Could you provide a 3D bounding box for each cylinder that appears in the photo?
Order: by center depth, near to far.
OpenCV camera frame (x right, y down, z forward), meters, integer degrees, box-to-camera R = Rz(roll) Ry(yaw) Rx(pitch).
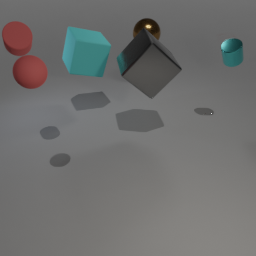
[{"bbox_3d":[-2.824,-2.270,7.176,0.700,0.700,0.700,-12,5,-20],"label":"cylinder"},{"bbox_3d":[3.632,-2.616,9.745,0.700,0.700,0.700,-12,54,17],"label":"cylinder"}]

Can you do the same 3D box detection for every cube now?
[{"bbox_3d":[0.648,-2.116,9.209,1.400,1.400,1.400,33,26,-30],"label":"cube"},{"bbox_3d":[-1.685,-3.011,11.146,1.400,1.400,1.400,0,37,-28],"label":"cube"}]

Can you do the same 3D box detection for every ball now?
[{"bbox_3d":[-2.060,-1.179,5.911,0.700,0.700,0.700,0,29,0],"label":"ball"},{"bbox_3d":[0.939,-4.775,14.081,1.400,1.400,1.400,0,29,0],"label":"ball"}]
